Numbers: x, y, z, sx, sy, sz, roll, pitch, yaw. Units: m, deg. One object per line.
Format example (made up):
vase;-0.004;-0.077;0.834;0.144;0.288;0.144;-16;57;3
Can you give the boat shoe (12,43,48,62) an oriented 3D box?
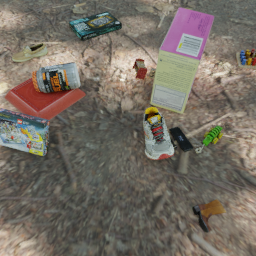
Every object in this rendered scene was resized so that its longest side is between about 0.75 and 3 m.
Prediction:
boat shoe;-4.799;-3.719;13.598;1.729;0.574;0.640;-24;53;-19

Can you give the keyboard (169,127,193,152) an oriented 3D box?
keyboard;1.833;0.436;10.293;0.729;0.118;1.147;-13;49;-20

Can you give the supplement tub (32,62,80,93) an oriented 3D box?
supplement tub;-2.862;-1.999;11.247;1.728;1.059;1.059;-11;50;-3

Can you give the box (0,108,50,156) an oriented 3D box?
box;-3.539;0.136;9.378;1.798;1.228;0.339;14;24;8

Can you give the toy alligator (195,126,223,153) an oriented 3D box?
toy alligator;3.001;0.330;10.170;1.587;0.430;0.470;-37;58;-28

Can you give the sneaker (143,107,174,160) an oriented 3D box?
sneaker;0.915;0.162;9.619;0.954;1.007;2.452;-13;36;-1

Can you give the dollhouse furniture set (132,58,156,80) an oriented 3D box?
dollhouse furniture set;1.000;-2.614;12.753;1.442;0.586;0.776;5;46;-18

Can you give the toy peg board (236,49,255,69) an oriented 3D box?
toy peg board;5.833;-3.371;13.320;1.104;0.542;1.109;6;49;5

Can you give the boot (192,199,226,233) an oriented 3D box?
boot;2.500;2.614;8.356;0.911;0.312;0.858;-9;41;-17

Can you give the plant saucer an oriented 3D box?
plant saucer;-3.506;-1.488;11.749;2.488;0.458;2.493;34;56;26

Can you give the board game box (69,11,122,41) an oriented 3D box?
board game box;-1.796;-5.668;15.448;2.462;0.347;1.666;-24;53;-19

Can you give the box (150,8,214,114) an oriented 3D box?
box;2.034;-2.511;10.793;1.403;2.902;2.553;19;57;9
